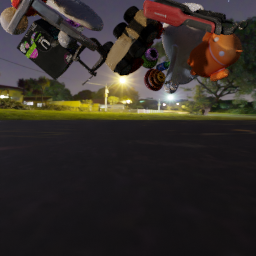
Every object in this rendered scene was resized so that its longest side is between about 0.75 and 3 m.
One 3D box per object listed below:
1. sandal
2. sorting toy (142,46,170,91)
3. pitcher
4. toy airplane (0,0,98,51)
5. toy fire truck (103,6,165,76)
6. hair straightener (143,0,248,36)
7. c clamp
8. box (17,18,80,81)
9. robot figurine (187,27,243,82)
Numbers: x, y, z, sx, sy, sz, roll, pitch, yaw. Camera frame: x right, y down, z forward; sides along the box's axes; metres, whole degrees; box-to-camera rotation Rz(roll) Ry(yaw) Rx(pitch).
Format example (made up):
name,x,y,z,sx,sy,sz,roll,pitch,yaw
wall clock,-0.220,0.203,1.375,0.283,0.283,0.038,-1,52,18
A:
name,x,y,z,sx,sy,sz,roll,pitch,yaw
sandal,-2.011,-3.549,8.342,2.901,0.713,1.181,32,39,4
sorting toy,1.279,-2.752,12.451,1.301,2.165,0.889,-12,1,-32
pitcher,2.089,-3.007,10.903,1.797,2.964,2.543,17,47,24
toy airplane,-2.332,-2.882,6.474,2.060,2.919,2.906,-39,-10,32
toy fire truck,0.423,-3.243,10.547,2.281,1.667,2.591,-49,-19,30
hair straightener,1.478,-2.487,6.032,2.301,0.471,0.885,25,50,30
c clamp,-1.206,-2.055,8.685,1.321,0.209,1.546,-41,-24,0
box,-3.085,-3.183,11.219,1.435,1.932,1.201,-42,16,29
robot figurine,2.602,-2.225,8.465,1.091,1.346,1.871,31,-24,-16
